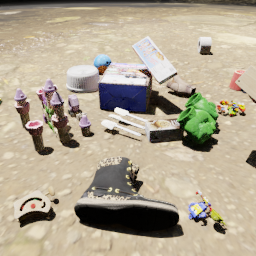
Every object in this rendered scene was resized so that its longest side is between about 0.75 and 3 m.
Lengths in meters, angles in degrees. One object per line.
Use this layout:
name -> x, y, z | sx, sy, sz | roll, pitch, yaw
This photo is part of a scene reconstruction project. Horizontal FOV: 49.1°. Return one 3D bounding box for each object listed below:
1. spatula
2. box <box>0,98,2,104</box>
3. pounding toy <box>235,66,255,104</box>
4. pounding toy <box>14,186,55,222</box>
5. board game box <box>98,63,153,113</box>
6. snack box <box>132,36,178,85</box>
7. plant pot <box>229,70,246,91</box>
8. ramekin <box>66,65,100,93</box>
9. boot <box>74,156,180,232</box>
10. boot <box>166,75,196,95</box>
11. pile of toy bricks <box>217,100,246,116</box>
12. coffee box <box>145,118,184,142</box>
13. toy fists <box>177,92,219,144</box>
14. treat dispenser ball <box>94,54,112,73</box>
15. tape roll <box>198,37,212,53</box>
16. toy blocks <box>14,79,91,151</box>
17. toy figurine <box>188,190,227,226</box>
spatula -> -0.044, -0.202, 10.771 | 1.707, 0.137, 1.187 | 23, 44, 23
box -> -6.117, -1.155, 12.848 | 0.472, 0.195, 0.805 | -4, 33, -6
pounding toy -> 3.944, -1.010, 8.332 | 1.293, 0.919, 1.191 | 7, 39, -51
pounding toy -> -2.359, 2.069, 7.319 | 1.148, 0.658, 0.656 | -27, 67, -23
board game box -> -0.015, -1.961, 13.087 | 2.152, 1.307, 2.699 | 5, 31, 8
snack box -> 1.121, -2.961, 12.137 | 0.878, 0.297, 2.443 | -32, 62, 1
plant pot -> 5.775, -2.477, 14.407 | 0.991, 0.876, 0.991 | -1, 30, 0
ramekin -> -2.312, -2.594, 14.520 | 1.817, 0.954, 1.817 | 0, 31, 0
boot -> 0.061, 1.657, 7.433 | 2.568, 0.940, 1.933 | -1, 31, 11
boot -> 2.797, -2.134, 14.188 | 1.340, 0.644, 1.833 | 21, 36, 20
pile of toy bricks -> 4.400, -0.776, 11.969 | 1.178, 0.653, 0.581 | 8, 56, -18
coffee box -> 1.352, 0.068, 10.450 | 1.315, 0.525, 0.744 | -5, 31, -9
toy fists -> 2.733, -0.389, 10.460 | 0.878, 1.301, 2.553 | -34, 10, 34
treat dispenser ball -> -1.482, -3.764, 16.417 | 1.063, 1.063, 1.063 | 0, 31, 0
tape roll -> 5.449, -5.910, 19.975 | 0.755, 1.099, 1.099 | 0, 31, 1
toy blocks -> -2.725, -0.901, 10.443 | 2.611, 2.198, 2.440 | -17, 34, -26
toy figurine -> 1.880, 2.193, 7.131 | 0.663, 0.584, 1.107 | -34, 33, -1
